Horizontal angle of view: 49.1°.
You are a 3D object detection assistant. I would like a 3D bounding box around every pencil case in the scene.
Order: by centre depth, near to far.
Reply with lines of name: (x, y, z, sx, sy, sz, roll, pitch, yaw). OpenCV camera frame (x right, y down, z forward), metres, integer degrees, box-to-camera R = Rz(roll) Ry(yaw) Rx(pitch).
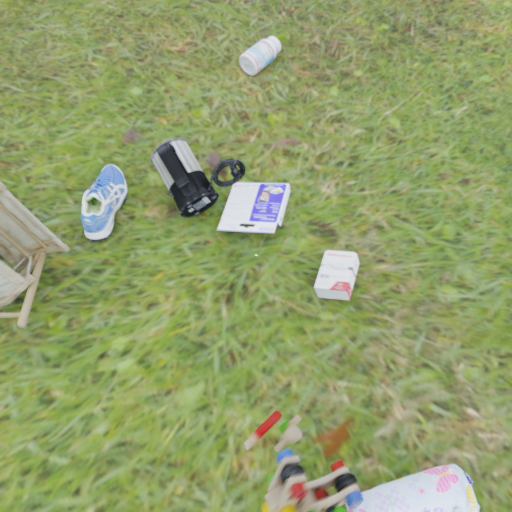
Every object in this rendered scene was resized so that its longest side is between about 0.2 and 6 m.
pencil case: (2.455, 4.023, 8.888, 2.033, 0.845, 0.922, -13, 45, -7)

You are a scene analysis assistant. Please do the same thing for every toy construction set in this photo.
toy construction set: (0.473, 3.586, 8.648, 1.478, 1.604, 1.923, -49, 64, 21)

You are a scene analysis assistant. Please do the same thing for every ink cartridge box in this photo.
ink cartridge box: (1.619, 0.385, 11.174, 0.679, 0.383, 0.925, 5, 56, 26)
ink cartridge box: (-0.043, -0.984, 12.020, 1.332, 0.292, 1.344, 5, 57, 22)

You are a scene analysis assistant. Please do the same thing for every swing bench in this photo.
swing bench: (-4.877, 0.003, 10.359, 1.283, 1.968, 1.978, -3, 52, 27)

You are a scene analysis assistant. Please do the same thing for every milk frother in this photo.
milk frother: (-1.234, -1.891, 11.916, 1.576, 1.422, 1.482, -27, 77, -14)

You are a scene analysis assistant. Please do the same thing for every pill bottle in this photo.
pill bottle: (0.126, -5.224, 14.548, 0.601, 0.601, 1.104, 37, 65, 20)

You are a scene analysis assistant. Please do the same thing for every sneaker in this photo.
sneaker: (-3.285, -1.273, 12.092, 0.739, 0.752, 1.953, 0, 55, 4)
